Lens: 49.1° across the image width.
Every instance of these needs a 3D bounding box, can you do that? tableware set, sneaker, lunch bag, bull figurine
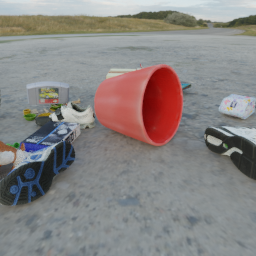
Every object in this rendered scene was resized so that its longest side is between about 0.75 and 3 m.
[{"bbox_3d":[-3.615,-0.804,12.618,2.204,0.338,1.485,-11,26,-24],"label":"tableware set"},{"bbox_3d":[-2.519,1.233,7.569,0.987,0.970,2.562,-13,14,35],"label":"sneaker"},{"bbox_3d":[4.811,-0.943,12.328,1.149,0.861,1.355,20,37,41],"label":"lunch bag"},{"bbox_3d":[3.890,0.524,8.636,1.695,1.112,2.946,-11,24,-19],"label":"sneaker"},{"bbox_3d":[-2.527,-0.565,11.228,2.401,1.062,0.889,-2,25,-1],"label":"sneaker"},{"bbox_3d":[-4.338,0.844,8.168,2.934,0.956,1.781,-12,22,-30],"label":"bull figurine"}]

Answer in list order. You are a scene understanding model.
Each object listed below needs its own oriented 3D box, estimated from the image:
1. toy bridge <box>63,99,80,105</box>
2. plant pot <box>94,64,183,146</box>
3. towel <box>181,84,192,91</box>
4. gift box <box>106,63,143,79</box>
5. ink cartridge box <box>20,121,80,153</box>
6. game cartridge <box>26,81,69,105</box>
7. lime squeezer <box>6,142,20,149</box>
[{"bbox_3d":[-3.062,-1.283,13.885,1.384,0.188,0.465,-3,25,-8],"label":"toy bridge"},{"bbox_3d":[0.285,-0.862,10.202,2.453,2.772,2.772,7,23,38],"label":"plant pot"},{"bbox_3d":[2.227,-2.228,15.652,2.215,0.240,1.624,6,22,36],"label":"towel"},{"bbox_3d":[0.005,-1.973,13.273,1.905,2.040,1.883,3,29,4],"label":"gift box"},{"bbox_3d":[-2.696,0.451,9.607,1.273,0.502,2.559,6,25,11],"label":"ink cartridge box"},{"bbox_3d":[-3.595,-1.573,12.672,1.834,1.221,0.375,-4,50,-16],"label":"game cartridge"},{"bbox_3d":[-3.961,0.621,9.646,1.187,0.224,0.419,-10,-5,-19],"label":"lime squeezer"}]
